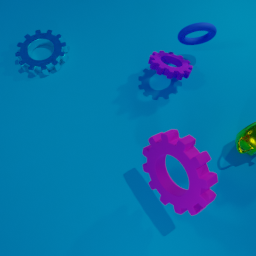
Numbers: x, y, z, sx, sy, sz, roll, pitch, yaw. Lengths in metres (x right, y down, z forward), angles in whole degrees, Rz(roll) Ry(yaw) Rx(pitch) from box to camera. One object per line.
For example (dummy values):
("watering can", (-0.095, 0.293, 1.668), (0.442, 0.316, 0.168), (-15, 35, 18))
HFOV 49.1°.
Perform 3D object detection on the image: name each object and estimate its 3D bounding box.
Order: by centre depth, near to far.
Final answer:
("gear", (1.121, 1.029, 6.490), (0.362, 1.956, 1.956), (-21, 66, -35))
("teapot", (3.635, 0.326, 7.747), (1.786, 1.111, 0.875), (-17, 65, -27))
("ring", (2.121, -2.881, 8.623), (1.181, 1.181, 0.236), (-4, 81, -2))
("gear", (1.309, -1.954, 8.655), (1.342, 0.248, 1.342), (10, 40, -8))
("gear", (-2.883, -2.547, 9.418), (1.684, 0.311, 1.684), (0, 67, 1))
